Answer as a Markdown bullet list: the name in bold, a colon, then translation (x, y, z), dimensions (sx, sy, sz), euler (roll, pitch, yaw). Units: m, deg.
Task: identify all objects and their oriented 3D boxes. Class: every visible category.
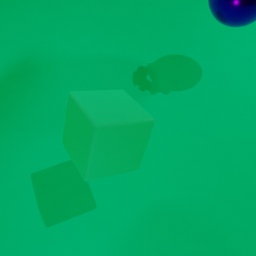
- **ball**: translation (2.505, -2.981, 6.279), dimensions (1.371, 1.371, 1.371), euler (0, 60, 0)
- **cube**: translation (-0.365, 0.070, 4.556), dimensions (1.030, 1.030, 1.030), euler (-7, 37, -33)
